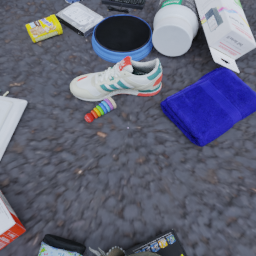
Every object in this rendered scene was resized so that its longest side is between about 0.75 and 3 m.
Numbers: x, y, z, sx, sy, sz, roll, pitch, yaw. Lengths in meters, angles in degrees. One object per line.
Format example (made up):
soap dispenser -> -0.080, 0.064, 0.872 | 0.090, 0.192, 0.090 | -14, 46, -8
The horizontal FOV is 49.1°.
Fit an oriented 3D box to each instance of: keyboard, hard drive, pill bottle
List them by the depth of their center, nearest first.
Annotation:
pill bottle -> 1.792, -3.989, 10.000 | 1.574, 1.574, 2.784 | 12, 58, 8
hard drive -> -1.854, -4.257, 10.941 | 1.644, 0.311, 1.148 | 39, 66, 21
keyboard -> -0.227, -5.156, 11.591 | 1.781, 0.183, 1.132 | 11, 58, 8

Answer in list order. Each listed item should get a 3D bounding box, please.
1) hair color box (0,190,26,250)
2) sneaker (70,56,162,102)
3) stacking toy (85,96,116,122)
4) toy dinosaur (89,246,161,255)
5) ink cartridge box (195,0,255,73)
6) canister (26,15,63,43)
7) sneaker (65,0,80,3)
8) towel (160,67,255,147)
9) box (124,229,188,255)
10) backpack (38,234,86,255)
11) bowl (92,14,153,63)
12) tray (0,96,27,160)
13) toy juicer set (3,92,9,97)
hair color box -> -4.049, 2.510, 6.166 | 2.941, 0.940, 1.631 | -34, 66, -21
sneaker -> -0.363, -1.643, 8.634 | 2.966, 1.387, 1.044 | -3, 58, -3
stacking toy -> -0.871, -0.519, 8.557 | 1.023, 0.437, 0.437 | -37, 65, -13
toy dinosaur -> 0.309, 2.942, 5.541 | 2.349, 0.904, 1.201 | 0, 58, 2
ink cartridge box -> 3.201, -3.242, 9.055 | 1.544, 0.887, 2.637 | 10, 62, -38
canister -> -3.141, -3.713, 10.493 | 1.140, 0.493, 0.846 | -26, 61, -14
sneaker -> -1.878, -5.841, 11.565 | 1.635, 0.944, 0.661 | -25, 62, -15
towel -> 2.535, -0.775, 8.520 | 2.632, 0.652, 1.943 | -32, 62, -18
box -> 0.491, 3.326, 6.050 | 1.940, 0.429, 1.554 | -20, 60, -12
backpack -> -1.594, 3.068, 6.031 | 1.020, 0.962, 1.251 | 16, 77, 8
bowl -> -0.199, -3.332, 10.268 | 2.296, 0.451, 2.296 | 0, 57, 0
tray -> -4.184, 0.208, 8.009 | 1.582, 0.327, 2.947 | 11, 62, 5
toy juicer set -> -4.386, -1.036, 8.924 | 0.951, 0.259, 0.605 | 7, 58, 4
